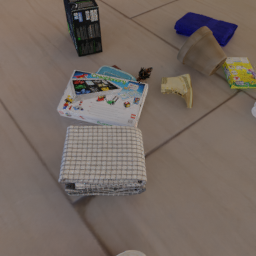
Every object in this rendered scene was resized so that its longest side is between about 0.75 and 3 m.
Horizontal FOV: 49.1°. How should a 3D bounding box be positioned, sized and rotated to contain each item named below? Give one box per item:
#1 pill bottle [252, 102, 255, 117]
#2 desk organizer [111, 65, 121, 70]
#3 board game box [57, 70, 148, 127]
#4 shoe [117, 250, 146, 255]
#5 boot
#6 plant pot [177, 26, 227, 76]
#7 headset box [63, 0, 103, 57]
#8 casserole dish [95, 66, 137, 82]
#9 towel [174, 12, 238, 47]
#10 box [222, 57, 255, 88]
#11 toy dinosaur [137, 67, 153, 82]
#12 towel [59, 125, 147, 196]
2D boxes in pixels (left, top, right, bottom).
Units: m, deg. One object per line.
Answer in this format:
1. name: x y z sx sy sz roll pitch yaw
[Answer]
1. pill bottle: 5.229 -0.881 10.549 1.258 0.705 0.705 -36 59 -26
2. desk organizer: -0.861 -2.230 11.889 1.138 0.408 0.438 -30 54 -23
3. board game box: -0.922 -1.068 10.536 2.995 0.518 1.890 13 66 11
4. shoe: -0.498 3.566 6.783 2.053 0.934 0.733 -3 65 -39
5. boot: 1.926 -1.438 11.120 1.228 0.575 1.580 -5 62 6
6. plant pot: 3.263 -3.112 11.929 1.803 1.803 1.565 -35 74 -26
7. headset box: -2.155 -5.066 13.042 1.210 2.272 2.609 -14 51 -12
8. casserole dish: -0.569 -1.900 11.374 1.977 0.384 1.198 24 73 14
9. towel: 3.895 -4.959 14.088 2.735 0.678 2.020 27 48 21
10. box: 4.774 -2.289 11.914 1.109 0.457 1.890 0 47 -1
11. toy dinosaur: 0.662 -2.190 11.779 0.521 0.693 1.021 28 90 -3
12. towel: -0.752 1.038 8.732 2.522 1.079 2.088 -1 51 -3
